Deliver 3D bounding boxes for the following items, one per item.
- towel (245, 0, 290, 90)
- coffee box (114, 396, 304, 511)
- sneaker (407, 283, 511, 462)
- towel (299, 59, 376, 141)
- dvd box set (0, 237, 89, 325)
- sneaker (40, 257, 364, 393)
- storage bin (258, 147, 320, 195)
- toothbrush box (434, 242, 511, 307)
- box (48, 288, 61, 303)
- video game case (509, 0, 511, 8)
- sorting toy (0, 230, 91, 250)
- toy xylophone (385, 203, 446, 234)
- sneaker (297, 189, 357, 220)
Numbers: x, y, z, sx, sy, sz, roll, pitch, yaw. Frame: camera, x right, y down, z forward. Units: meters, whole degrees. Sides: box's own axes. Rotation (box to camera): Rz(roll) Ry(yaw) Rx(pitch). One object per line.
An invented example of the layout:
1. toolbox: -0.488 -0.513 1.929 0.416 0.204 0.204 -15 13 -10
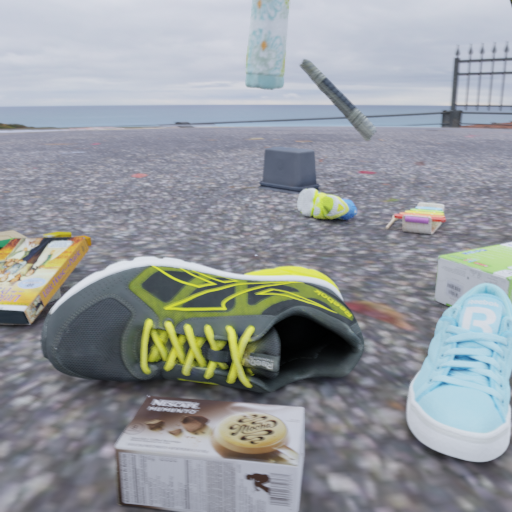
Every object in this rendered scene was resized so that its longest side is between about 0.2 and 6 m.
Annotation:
1. towel: 0.162 -3.240 7.573 0.532 1.891 2.209 2 18 0
2. coffee box: -0.321 1.540 4.340 1.341 0.535 0.758 3 17 9
3. sneaker: 2.053 0.933 5.483 0.950 1.053 2.569 6 17 22
4. towel: 1.475 -2.745 10.024 1.751 0.314 1.818 45 18 -1
5. dvd box set: -3.358 0.303 7.971 1.299 0.261 1.776 0 34 14
6. sneaker: -0.433 0.734 5.781 3.396 1.265 1.437 -5 17 -17
7. storage bin: 1.085 -2.682 17.278 1.364 1.259 1.875 -15 23 -42
8. toothbrush box: 3.607 0.356 7.979 1.683 0.724 1.225 -10 19 -28
9. box: -3.236 0.486 8.273 0.571 0.311 0.365 8 19 23
10. video game case: 5.027 -3.919 9.458 0.174 1.365 1.234 -51 39 -10
11. sorting toy: -4.705 -0.225 10.547 2.062 0.371 2.768 15 22 41
12. toy xylophone: 3.585 -0.841 12.525 1.248 0.428 1.705 5 17 18
13. sneaker: 1.739 -1.151 13.498 0.957 0.690 1.823 12 9 -27
